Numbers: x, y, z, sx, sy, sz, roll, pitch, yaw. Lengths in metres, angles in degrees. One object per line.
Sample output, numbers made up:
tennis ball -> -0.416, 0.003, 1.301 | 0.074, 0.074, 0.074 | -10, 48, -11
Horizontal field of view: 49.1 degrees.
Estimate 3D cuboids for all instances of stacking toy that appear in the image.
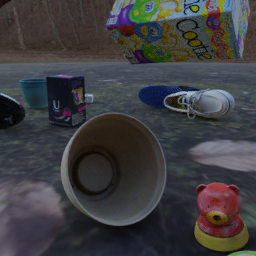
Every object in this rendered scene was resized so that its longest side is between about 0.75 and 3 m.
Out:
stacking toy -> 1.341, 0.927, 2.546 | 1.421, 0.600, 1.286 | -6, 14, 10

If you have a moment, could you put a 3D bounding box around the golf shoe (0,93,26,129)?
golf shoe -> -3.722, -0.610, 7.726 | 2.524, 0.981, 1.193 | 7, 17, 19

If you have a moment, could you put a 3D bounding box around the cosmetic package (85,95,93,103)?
cosmetic package -> -1.762, -1.146, 10.908 | 0.762, 0.272, 0.387 | 0, 16, 1

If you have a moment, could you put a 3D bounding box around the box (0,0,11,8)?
box -> -1.487, -1.805, 2.535 | 0.643, 1.284, 0.481 | -4, 19, 45

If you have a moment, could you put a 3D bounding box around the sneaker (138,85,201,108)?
sneaker -> 1.477, -1.154, 10.193 | 2.305, 0.808, 0.898 | 2, 7, -4

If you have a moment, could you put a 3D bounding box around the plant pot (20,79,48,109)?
plant pot -> -3.209, -1.199, 9.822 | 1.027, 0.965, 1.027 | 0, 16, 0

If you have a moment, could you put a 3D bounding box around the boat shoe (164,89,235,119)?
boat shoe -> 1.943, -0.756, 8.419 | 1.008, 0.873, 2.364 | -10, 16, -33

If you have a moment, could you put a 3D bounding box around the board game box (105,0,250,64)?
board game box -> 1.031, -2.239, 5.757 | 2.489, 1.282, 1.305 | 5, -23, 31

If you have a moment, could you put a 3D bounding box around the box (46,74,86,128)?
box -> -1.661, -0.758, 7.588 | 0.800, 1.308, 0.694 | 8, 17, 26

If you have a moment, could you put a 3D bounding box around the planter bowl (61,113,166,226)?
planter bowl -> -0.277, 0.528, 3.500 | 1.267, 1.267, 0.853 | -10, -8, -31
